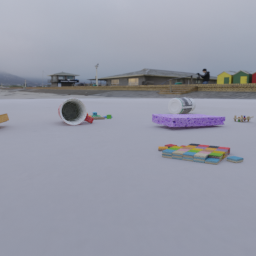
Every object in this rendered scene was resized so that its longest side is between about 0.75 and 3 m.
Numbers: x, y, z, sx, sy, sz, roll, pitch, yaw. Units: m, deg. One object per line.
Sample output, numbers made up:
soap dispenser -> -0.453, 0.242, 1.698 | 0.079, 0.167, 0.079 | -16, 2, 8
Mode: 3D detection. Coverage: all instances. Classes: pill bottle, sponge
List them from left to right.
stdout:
pill bottle -> 3.454, -1.405, 17.699 | 1.021, 1.021, 1.805 | 8, 11, 44
sponge -> 2.486, -0.342, 11.502 | 2.652, 0.395, 1.479 | -2, 8, -26

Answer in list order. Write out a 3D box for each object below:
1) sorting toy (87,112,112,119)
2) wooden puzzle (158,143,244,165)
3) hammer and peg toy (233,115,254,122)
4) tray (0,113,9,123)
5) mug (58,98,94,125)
sorting toy -> -1.970, -0.659, 14.775 | 2.407, 0.328, 1.356 | -3, 8, -17
wooden puzzle -> 1.584, 0.555, 6.487 | 2.079, 0.146, 1.233 | 5, 9, 32
hammer and peg toy -> 5.496, -0.428, 13.246 | 0.612, 0.293, 0.832 | -2, 8, -26
tray -> -5.395, -0.211, 10.744 | 0.945, 0.355, 1.917 | -15, 8, -1
mug -> -2.501, -0.600, 12.725 | 1.163, 1.548, 1.744 | -40, 16, -14
